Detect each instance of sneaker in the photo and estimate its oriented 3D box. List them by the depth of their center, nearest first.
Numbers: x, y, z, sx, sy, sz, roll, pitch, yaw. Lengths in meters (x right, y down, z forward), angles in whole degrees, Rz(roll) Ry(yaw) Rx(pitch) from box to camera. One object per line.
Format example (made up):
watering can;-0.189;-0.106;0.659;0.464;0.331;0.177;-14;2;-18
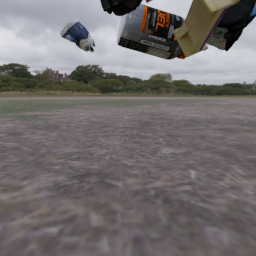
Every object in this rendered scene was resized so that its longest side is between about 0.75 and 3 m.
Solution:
sneaker;-0.495;-3.056;5.739;1.082;1.569;2.820;-38;32;-14
sneaker;-1.597;-2.857;9.136;0.621;1.128;1.540;-44;17;-13

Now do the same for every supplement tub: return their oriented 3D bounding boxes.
supplement tub;0.823;-2.822;8.337;2.139;1.310;1.310;12;5;-11

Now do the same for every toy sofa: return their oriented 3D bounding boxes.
toy sofa;1.706;-2.412;6.031;0.939;0.797;1.924;-25;-10;-8

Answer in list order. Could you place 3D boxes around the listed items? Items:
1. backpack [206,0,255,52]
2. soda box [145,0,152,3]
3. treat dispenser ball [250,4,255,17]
backpack;2.938;-3.436;8.434;1.554;2.049;2.455;36;1;13
soda box;1.272;-3.706;6.309;2.241;0.766;0.712;-31;16;-12
treat dispenser ball;4.002;-4.101;9.494;0.811;0.811;0.811;0;8;0
